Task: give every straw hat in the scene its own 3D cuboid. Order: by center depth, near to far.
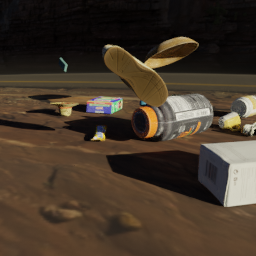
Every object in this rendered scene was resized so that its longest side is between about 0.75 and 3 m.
[{"bbox_3d":[-3.174,-0.935,14.161,1.540,0.652,1.540,2,8,0],"label":"straw hat"}]

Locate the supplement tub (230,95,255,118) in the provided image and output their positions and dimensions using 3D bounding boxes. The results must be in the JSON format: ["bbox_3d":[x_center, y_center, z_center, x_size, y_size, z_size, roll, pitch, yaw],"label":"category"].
[{"bbox_3d":[5.825,-1.054,13.853,1.410,1.018,1.018,-12,19,-39],"label":"supplement tub"}]

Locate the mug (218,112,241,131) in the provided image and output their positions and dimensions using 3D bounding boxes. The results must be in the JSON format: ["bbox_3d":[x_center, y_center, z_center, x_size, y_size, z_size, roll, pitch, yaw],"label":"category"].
[{"bbox_3d":[4.198,-0.252,11.591,0.701,0.683,0.853,-14,12,-20],"label":"mug"}]

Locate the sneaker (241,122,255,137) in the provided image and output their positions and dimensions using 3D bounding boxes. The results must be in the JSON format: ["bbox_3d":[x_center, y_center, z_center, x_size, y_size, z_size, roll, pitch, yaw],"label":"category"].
[{"bbox_3d":[4.956,0.090,10.813,1.252,0.474,0.549,-15,33,-29],"label":"sneaker"}]

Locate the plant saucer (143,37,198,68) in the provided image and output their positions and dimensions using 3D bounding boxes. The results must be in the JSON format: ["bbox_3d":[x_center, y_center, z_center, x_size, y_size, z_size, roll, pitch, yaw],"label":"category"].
[{"bbox_3d":[2.056,-3.845,14.122,2.905,0.514,2.905,-19,-4,-1],"label":"plant saucer"}]

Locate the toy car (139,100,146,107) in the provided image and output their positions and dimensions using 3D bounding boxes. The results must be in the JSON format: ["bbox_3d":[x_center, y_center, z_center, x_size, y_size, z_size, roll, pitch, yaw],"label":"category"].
[{"bbox_3d":[0.993,-0.519,12.088,1.092,1.138,1.234,4,-5,13],"label":"toy car"}]

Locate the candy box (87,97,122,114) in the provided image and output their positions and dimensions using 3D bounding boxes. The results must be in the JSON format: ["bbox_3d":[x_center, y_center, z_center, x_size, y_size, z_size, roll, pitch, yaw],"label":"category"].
[{"bbox_3d":[-1.259,-1.271,15.398,1.460,0.665,1.727,6,17,17],"label":"candy box"}]

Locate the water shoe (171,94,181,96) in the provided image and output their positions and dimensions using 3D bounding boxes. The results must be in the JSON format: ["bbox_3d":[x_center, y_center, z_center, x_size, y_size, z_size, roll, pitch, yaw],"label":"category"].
[{"bbox_3d":[3.101,-1.650,16.779,0.638,0.704,1.784,-8,17,-29],"label":"water shoe"}]

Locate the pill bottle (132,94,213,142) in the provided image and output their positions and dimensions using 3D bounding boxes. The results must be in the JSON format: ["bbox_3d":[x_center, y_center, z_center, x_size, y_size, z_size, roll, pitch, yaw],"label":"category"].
[{"bbox_3d":[1.577,-0.375,10.197,2.935,1.559,1.559,-10,18,-34],"label":"pill bottle"}]

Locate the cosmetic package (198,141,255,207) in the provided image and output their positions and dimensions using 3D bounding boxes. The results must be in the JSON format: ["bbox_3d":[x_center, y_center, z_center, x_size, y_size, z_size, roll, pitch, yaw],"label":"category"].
[{"bbox_3d":[3.017,0.921,6.372,2.459,0.998,1.388,-1,15,-10],"label":"cosmetic package"}]

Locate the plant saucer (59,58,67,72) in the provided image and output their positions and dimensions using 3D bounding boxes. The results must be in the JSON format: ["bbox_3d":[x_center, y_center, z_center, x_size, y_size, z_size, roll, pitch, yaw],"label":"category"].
[{"bbox_3d":[-3.361,-3.264,14.397,0.106,0.392,1.121,2,29,-32],"label":"plant saucer"}]

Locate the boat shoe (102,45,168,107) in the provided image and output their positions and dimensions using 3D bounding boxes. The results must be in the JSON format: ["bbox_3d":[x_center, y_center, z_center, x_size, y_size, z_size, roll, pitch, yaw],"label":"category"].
[{"bbox_3d":[0.221,-1.482,7.877,2.343,0.845,0.761,35,13,-29],"label":"boat shoe"}]

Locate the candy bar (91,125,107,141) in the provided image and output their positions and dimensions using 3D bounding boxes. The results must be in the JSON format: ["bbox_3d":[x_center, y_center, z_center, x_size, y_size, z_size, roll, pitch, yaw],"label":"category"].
[{"bbox_3d":[-1.074,0.199,10.666,0.496,0.220,1.987,0,15,-1],"label":"candy bar"}]
